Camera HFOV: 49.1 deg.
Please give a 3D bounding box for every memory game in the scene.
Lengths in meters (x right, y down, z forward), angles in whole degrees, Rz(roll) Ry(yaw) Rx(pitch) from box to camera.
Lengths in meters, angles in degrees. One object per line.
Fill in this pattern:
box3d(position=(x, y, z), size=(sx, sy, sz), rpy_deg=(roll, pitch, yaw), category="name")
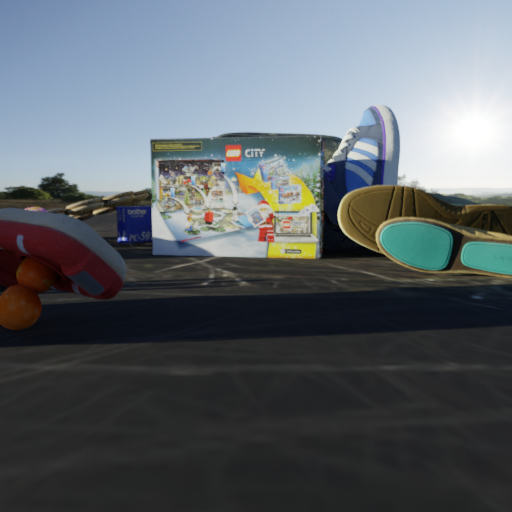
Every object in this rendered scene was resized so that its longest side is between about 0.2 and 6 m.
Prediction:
box3d(position=(-3.779, -0.766, 11.124), size=(3.383, 0.215, 3.383), rpy_deg=(-15, 5, 2), category="memory game")

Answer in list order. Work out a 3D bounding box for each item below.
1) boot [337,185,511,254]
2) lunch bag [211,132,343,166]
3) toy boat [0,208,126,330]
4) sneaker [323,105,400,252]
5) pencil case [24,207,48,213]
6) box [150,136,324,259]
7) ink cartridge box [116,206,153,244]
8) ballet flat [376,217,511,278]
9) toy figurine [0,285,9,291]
box3d(position=(2.460, -0.542, 9.044), size=(2.895, 1.043, 2.239), rpy_deg=(5, 6, -10), category="boot")
box3d(position=(0.146, -1.291, 11.278), size=(3.066, 2.137, 2.572), rpy_deg=(-3, 2, -14), category="lunch bag")
box3d(position=(-1.572, 0.156, 3.967), size=(1.196, 0.782, 0.780), rpy_deg=(8, -29, 33), category="toy boat")
box3d(position=(1.245, -1.464, 9.602), size=(2.150, 2.937, 1.183), rpy_deg=(7, -23, -3), category="sneaker")
box3d(position=(-3.999, -0.354, 8.579), size=(0.803, 0.768, 1.856), rpy_deg=(-3, 5, 27), category="pencil case")
box3d(position=(-0.298, -0.900, 8.669), size=(2.659, 1.816, 0.501), rpy_deg=(2, 7, 11), category="box")
box3d(position=(-2.142, -0.671, 11.654), size=(0.350, 0.744, 1.582), rpy_deg=(4, 8, 42), category="ink cartridge box")
box3d(position=(2.267, -0.092, 6.521), size=(1.821, 0.625, 0.574), rpy_deg=(12, 17, 2), category="ballet flat")
box3d(position=(-2.733, 0.147, 5.427), size=(0.605, 0.421, 0.595), rpy_deg=(3, 7, 22), category="toy figurine")
